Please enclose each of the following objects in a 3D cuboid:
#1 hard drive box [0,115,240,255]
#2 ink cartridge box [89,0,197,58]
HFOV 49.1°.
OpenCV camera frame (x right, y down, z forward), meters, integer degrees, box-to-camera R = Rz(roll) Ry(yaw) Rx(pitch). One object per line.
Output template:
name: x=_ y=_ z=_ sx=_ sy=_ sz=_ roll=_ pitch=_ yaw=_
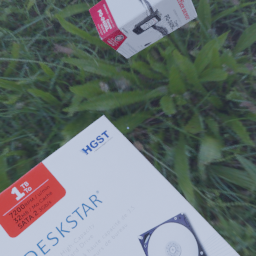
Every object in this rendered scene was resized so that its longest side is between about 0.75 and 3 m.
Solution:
hard drive box: x=-0.188 y=1.298 z=3.036 sx=1.760 sy=0.867 sz=2.258 roll=-40 pitch=77 yaw=-22
ink cartridge box: x=0.196 y=-1.274 z=3.091 sx=0.986 sy=0.716 sz=0.411 roll=-27 pitch=76 yaw=20
